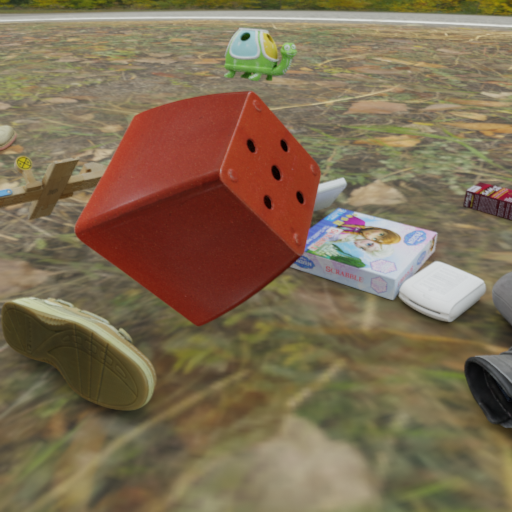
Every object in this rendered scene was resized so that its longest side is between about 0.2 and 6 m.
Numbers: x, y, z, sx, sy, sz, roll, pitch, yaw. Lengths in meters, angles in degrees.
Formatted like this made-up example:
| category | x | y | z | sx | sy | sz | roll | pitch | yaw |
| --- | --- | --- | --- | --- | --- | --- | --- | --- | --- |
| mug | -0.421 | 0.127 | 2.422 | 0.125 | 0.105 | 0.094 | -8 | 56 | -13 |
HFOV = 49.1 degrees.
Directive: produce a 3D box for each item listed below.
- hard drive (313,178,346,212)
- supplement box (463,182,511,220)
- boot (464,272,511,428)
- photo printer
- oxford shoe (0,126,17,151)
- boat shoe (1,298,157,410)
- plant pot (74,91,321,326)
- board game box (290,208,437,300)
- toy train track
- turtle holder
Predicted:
| category | x | y | z | sx | sy | sz | roll | pitch | yaw |
| --- | --- | --- | --- | --- | --- | --- | --- | --- | --- |
| hard drive | 0.806 | -0.927 | 9.743 | 1.371 | 0.904 | 0.180 | -18 | 75 | -21 |
| supplement box | 4.546 | -0.998 | 10.378 | 1.167 | 0.355 | 0.635 | 23 | 36 | 38 |
| boot | 3.017 | 1.026 | 6.149 | 1.754 | 0.930 | 2.665 | -9 | 27 | -13 |
| photo printer | 2.516 | 0.498 | 7.661 | 1.005 | 0.349 | 0.836 | -26 | 39 | -37 |
| oxford shoe | -6.525 | -2.850 | 13.323 | 0.724 | 0.755 | 2.045 | 9 | 30 | 16 |
| boat shoe | -1.899 | 0.981 | 6.261 | 2.281 | 0.832 | 0.718 | 14 | 17 | 31 |
| plant pot | -0.410 | -0.632 | 6.212 | 1.728 | 1.961 | 1.960 | -17 | 43 | 38 |
| board game box | 1.661 | -0.109 | 8.747 | 1.775 | 0.366 | 1.779 | 18 | 33 | 29 |
| toy train track | -3.688 | -0.998 | 8.092 | 3.208 | 0.522 | 1.840 | -22 | -9 | -39 |
| turtle holder | 0.007 | -3.147 | 8.786 | 0.809 | 0.756 | 1.064 | -11 | 25 | -40 |
